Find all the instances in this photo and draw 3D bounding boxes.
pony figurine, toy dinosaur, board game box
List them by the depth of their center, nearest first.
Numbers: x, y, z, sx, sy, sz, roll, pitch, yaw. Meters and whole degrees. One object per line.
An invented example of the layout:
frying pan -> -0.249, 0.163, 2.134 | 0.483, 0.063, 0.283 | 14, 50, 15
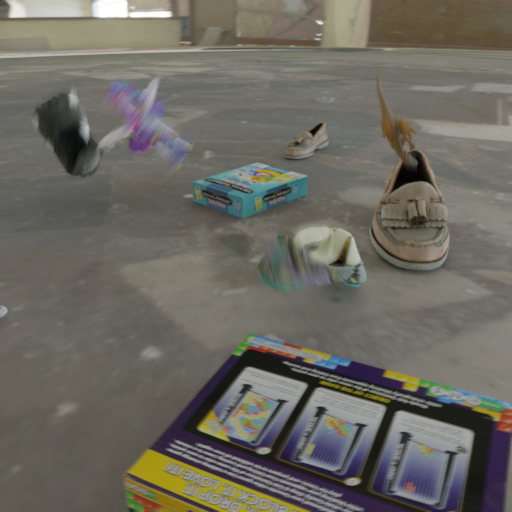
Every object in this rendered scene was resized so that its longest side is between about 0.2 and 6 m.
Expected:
board game box -> 0.564, 1.558, 4.100 | 2.321, 0.658, 1.919 | 12, 29, 24
toy dinosaur -> 2.094, -2.070, 8.777 | 0.482, 1.595, 0.847 | -22, 16, 6
pony figurine -> -1.994, -2.319, 9.984 | 1.504, 1.806, 1.743 | -46, 26, 5
board game box -> -0.098, -1.273, 10.537 | 1.325, 0.412, 1.755 | 21, 32, 38

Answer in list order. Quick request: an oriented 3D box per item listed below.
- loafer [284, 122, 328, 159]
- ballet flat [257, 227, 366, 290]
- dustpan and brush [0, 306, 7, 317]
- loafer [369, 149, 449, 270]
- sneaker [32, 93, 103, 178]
loafer -> 1.214, -2.841, 13.733 | 0.670, 0.586, 1.863 | 14, 28, 27
ballet flat -> 0.827, 0.012, 6.561 | 0.734, 0.734, 2.041 | 19, 11, 35
dustpan and brush -> -4.242, 0.493, 6.567 | 2.580, 0.738, 1.801 | -4, 32, 7
loafer -> 2.428, -0.857, 8.899 | 1.159, 1.014, 3.225 | 5, 25, 10
sneaker -> -3.078, -1.940, 9.515 | 0.819, 1.114, 2.463 | -39, 5, -14
